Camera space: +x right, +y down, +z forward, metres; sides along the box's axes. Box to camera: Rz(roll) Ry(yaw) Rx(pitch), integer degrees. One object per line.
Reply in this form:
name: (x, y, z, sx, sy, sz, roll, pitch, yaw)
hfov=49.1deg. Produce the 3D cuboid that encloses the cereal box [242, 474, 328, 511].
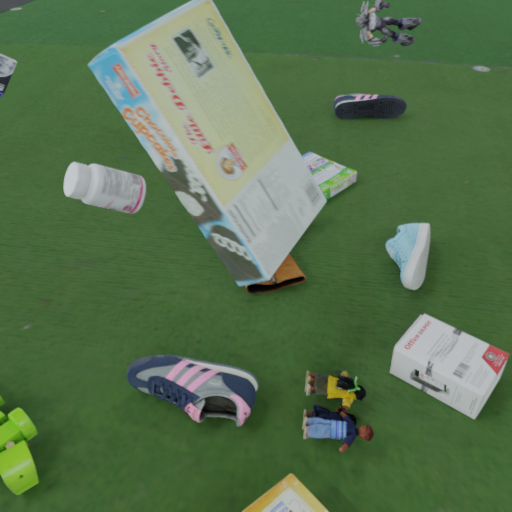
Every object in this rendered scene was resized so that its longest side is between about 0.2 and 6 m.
cereal box: (0.549, 3.879, 5.429, 2.135, 0.586, 2.967, -26, 45, -30)

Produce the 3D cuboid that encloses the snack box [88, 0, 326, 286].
snack box: (-0.442, -1.522, 7.520, 0.632, 3.405, 1.978, -13, 28, 43)

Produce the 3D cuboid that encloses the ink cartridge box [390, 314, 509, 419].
ink cartridge box: (2.859, 1.609, 8.371, 1.383, 0.573, 1.015, 27, 45, 30)

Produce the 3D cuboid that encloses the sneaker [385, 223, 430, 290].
sneaker: (2.780, 0.007, 10.469, 0.769, 0.693, 1.876, 1, 30, 24)

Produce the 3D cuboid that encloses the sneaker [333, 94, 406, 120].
sneaker: (3.217, -4.372, 15.966, 2.043, 0.717, 0.838, 0, 41, -2)

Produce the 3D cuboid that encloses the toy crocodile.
toy crocodile: (-3.576, 2.298, 7.502, 2.222, 0.686, 0.750, 24, 46, 34)

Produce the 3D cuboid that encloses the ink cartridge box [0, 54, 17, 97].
ink cartridge box: (-4.302, -2.872, 8.806, 0.777, 0.784, 0.170, 18, 20, -38)

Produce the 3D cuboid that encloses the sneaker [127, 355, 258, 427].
sneaker: (-0.971, 1.915, 7.896, 1.933, 0.678, 0.793, 4, 35, 7)

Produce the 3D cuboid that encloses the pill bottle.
pill bottle: (-1.798, -0.814, 6.661, 0.852, 0.483, 0.483, 11, 26, -38)

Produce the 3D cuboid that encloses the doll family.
doll family: (1.134, 2.104, 7.779, 0.906, 0.615, 1.568, 8, 43, 3)

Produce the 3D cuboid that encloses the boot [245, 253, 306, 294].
boot: (0.479, -0.299, 10.724, 2.003, 0.729, 2.128, -11, 40, -14)

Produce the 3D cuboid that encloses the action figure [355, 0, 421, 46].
action figure: (2.398, -4.308, 10.448, 1.304, 0.848, 0.452, 1, 13, -24)

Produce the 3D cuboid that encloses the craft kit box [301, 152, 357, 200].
craft kit box: (1.336, -1.836, 13.034, 1.434, 0.352, 1.452, 29, 46, 35)
